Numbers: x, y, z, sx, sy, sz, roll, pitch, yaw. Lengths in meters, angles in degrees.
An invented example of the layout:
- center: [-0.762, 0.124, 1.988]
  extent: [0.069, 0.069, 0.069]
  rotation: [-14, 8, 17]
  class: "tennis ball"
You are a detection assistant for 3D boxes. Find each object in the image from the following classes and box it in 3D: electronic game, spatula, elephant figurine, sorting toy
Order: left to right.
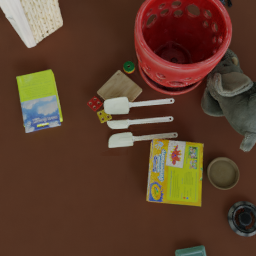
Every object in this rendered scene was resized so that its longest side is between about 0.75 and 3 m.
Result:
- center: [-0.304, -1.065, 8.861]
  extent: [1.019, 0.357, 2.114]
  rotation: [41, 80, 8]
  class: "sorting toy"
- center: [0.412, -0.238, 8.566]
  extent: [2.172, 0.174, 1.510]
  rotation: [-6, 95, -2]
  class: "spatula"
- center: [3.060, -1.116, 8.347]
  extent: [2.777, 2.155, 1.965]
  rotation: [36, 123, 18]
  class: "elephant figurine"
- center: [3.375, 2.619, 8.102]
  extent: [0.981, 0.204, 0.981]
  rotation: [0, 75, 0]
  class: "electronic game"

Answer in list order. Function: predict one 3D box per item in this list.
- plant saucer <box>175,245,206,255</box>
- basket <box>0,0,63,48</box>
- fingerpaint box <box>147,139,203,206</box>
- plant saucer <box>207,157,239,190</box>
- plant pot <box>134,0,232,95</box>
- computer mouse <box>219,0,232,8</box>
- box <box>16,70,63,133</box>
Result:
- center: [1.962, 4.594, 7.657]
  extent: [0.867, 0.235, 2.480]
  rotation: [-9, 76, -2]
  class: "plant saucer"
- center: [-3.081, -3.948, 8.504]
  extent: [1.488, 2.412, 1.635]
  rotation: [-34, 79, -12]
  class: "basket"
- center: [1.356, 1.295, 8.171]
  extent: [1.487, 0.654, 1.783]
  rotation: [5, 77, 0]
  class: "fingerpaint box"
- center: [2.850, 1.361, 8.423]
  extent: [0.963, 0.142, 0.963]
  rotation: [0, 78, -1]
  class: "plant saucer"
- center: [1.412, -2.366, 8.165]
  extent: [2.507, 2.283, 2.507]
  rotation: [0, 78, 0]
  class: "plant pot"
- center: [3.192, -4.484, 9.720]
  extent: [0.858, 0.197, 0.602]
  rotation: [-1, 78, -1]
  class: "computer mouse"
- center: [-2.743, -0.811, 8.757]
  extent: [1.135, 0.443, 1.861]
  rotation: [-13, 78, -3]
  class: "box"
